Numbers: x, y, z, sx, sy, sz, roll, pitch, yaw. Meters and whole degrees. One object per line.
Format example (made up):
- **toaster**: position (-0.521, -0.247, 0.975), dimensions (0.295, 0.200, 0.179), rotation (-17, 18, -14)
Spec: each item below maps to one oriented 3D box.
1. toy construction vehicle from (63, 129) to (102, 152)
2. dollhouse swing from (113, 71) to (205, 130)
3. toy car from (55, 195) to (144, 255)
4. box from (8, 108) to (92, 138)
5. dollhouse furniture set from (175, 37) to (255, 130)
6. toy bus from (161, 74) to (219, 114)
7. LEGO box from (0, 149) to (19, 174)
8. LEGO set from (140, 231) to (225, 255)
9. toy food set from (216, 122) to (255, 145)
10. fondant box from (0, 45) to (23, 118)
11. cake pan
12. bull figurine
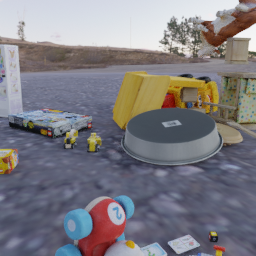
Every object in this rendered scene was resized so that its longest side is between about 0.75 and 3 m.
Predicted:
- **toy construction vehicle**: position (-1.162, 0.283, 7.373), dimensions (0.963, 0.389, 1.106), rotation (1, 14, 4)
- **dollhouse swing**: position (1.004, -0.941, 9.827), dimensions (2.259, 2.335, 2.569), rotation (16, 9, -18)
- **toy car**: position (-0.099, 1.241, 2.867), dimensions (0.915, 0.809, 0.843), rotation (25, 15, 34)
- **box**: position (-2.572, -0.217, 9.233), dimensions (2.345, 0.468, 1.606), rotation (10, 17, 37)
- **dollhouse furniture set**: position (3.056, -1.510, 9.279), dimensions (2.618, 2.961, 1.646), rotation (-3, 14, -14)
- **toy bus**: position (2.235, -1.208, 11.561), dimensions (2.173, 1.536, 2.263), rotation (-23, 27, -29)
- **LEGO box**: position (-2.823, 0.691, 5.817), dimensions (0.871, 0.336, 0.649), rotation (-1, 14, -4)
- **LEGO set**: position (0.717, 1.413, 3.091), dimensions (1.095, 0.269, 0.818), rotation (-7, 19, -26)
- **toy food set**: position (2.432, 0.203, 7.877), dimensions (2.217, 0.445, 1.531), rotation (1, 20, -18)
- **fondant box**: position (-5.335, -1.882, 11.206), dimensions (1.993, 2.763, 0.805), rotation (6, 15, 20)
- **cake pan**: position (1.071, 0.086, 7.043), dimensions (2.531, 0.464, 2.531), rotation (-4, 24, 2)
- **bull figurine**: position (3.301, -3.604, 9.941), dimensions (1.799, 0.965, 2.963), rotation (12, -23, -29)
